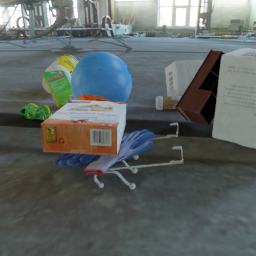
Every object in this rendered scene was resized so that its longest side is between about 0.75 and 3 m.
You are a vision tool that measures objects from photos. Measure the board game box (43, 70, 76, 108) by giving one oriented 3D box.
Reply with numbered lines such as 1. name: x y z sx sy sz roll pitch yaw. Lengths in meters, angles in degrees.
1. board game box: -3.257 -1.934 13.505 1.062 0.333 2.224 -14 62 -31

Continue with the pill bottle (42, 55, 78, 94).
1. pill bottle: -3.697 -2.928 15.503 1.532 1.532 2.735 3 33 7

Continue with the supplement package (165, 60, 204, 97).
1. supplement package: 3.412 -2.345 13.614 2.806 1.640 1.646 -4 -1 -11

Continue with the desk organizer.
1. desk organizer: 3.178 -1.578 10.833 1.111 1.035 2.885 22 75 48

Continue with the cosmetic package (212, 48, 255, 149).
1. cosmetic package: 4.521 -1.048 9.420 2.386 2.895 2.389 16 28 34

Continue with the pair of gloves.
1. pair of gloves: -0.653 0.562 7.871 2.830 0.322 2.275 -1 25 45

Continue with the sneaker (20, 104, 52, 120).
1. sneaker: -3.728 -0.564 11.351 1.787 0.662 0.747 9 30 39

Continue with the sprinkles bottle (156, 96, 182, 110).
1. sprinkles bottle: 2.165 -1.149 12.634 1.779 0.607 0.607 -2 23 -4

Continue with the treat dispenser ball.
1. treat dispenser ball: -1.129 -1.921 11.987 2.593 2.593 2.593 0 23 0

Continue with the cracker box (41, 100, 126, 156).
1. cracker box: -1.055 -0.130 7.870 1.836 0.791 2.741 2 17 3

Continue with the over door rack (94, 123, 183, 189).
1. over door rack: 0.367 0.799 7.533 2.334 0.777 1.724 -18 20 12
